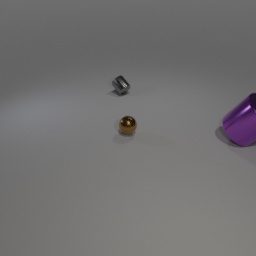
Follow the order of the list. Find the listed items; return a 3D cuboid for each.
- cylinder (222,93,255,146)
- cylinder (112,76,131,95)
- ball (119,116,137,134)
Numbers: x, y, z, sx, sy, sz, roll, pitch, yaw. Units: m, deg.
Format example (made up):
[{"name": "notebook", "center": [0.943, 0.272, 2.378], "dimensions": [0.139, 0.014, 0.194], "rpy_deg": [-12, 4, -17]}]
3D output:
[{"name": "cylinder", "center": [4.345, -0.282, 9.914], "dimensions": [1.400, 1.400, 1.400], "rpy_deg": [16, 50, -20]}, {"name": "cylinder", "center": [-0.344, -2.139, 14.004], "dimensions": [0.700, 0.700, 0.700], "rpy_deg": [-27, 72, -38]}, {"name": "ball", "center": [-0.003, -0.115, 10.657], "dimensions": [0.700, 0.700, 0.700], "rpy_deg": [0, 30, 0]}]
